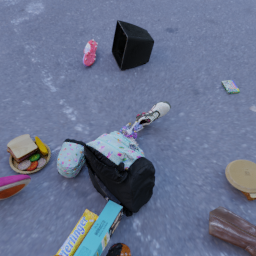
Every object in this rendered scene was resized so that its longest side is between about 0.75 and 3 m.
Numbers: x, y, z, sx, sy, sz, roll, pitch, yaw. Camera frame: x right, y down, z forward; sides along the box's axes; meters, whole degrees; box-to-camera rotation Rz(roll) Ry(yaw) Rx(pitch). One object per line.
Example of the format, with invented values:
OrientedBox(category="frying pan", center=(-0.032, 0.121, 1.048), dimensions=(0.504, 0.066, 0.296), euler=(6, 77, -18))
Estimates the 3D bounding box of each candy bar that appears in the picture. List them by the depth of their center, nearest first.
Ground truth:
OrientedBox(category="candy bar", center=(-1.554, 3.228, 7.859), dimensions=(0.515, 0.229, 2.064), euler=(22, 51, 20))

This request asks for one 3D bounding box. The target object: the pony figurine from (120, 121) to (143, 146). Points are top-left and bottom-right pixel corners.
OrientedBox(category="pony figurine", center=(0.069, 0.185, 10.367), dimensions=(1.014, 0.844, 0.979), euler=(-41, 28, -23))

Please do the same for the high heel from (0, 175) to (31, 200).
OrientedBox(category="high heel", center=(-4.545, 1.657, 8.736), dimensions=(2.857, 0.963, 1.373), euler=(-18, 60, -11))

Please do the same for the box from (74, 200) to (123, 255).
OrientedBox(category="box", center=(-0.778, 2.978, 7.728), dimensions=(0.450, 0.753, 1.830), euler=(23, 52, 18))

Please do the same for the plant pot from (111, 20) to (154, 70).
OrientedBox(category="plant pot", center=(0.260, -4.004, 13.616), dimensions=(1.550, 1.743, 1.747), euler=(-4, 46, -21))

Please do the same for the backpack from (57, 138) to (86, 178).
OrientedBox(category="backpack", center=(-1.941, 1.016, 9.494), dimensions=(1.069, 0.811, 1.281), euler=(11, 52, 6))

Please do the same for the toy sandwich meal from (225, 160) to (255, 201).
OrientedBox(category="toy sandwich meal", center=(3.873, 1.662, 9.156), dimensions=(1.444, 0.495, 1.444), euler=(-1, 44, 1))

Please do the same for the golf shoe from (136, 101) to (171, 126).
OrientedBox(category="golf shoe", center=(0.968, -0.456, 10.600), dimensions=(1.519, 0.586, 0.669), euler=(-30, 23, 25))

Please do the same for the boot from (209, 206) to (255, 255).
OrientedBox(category="boot", center=(3.014, 3.243, 7.508), dimensions=(2.174, 0.698, 2.026), euler=(26, 40, 18))

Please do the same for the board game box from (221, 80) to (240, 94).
OrientedBox(category="board game box", center=(4.602, -1.843, 12.584), dimensions=(0.543, 0.117, 0.807), euler=(-6, 48, -5))

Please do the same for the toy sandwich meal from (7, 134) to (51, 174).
OrientedBox(category="toy sandwich meal", center=(-3.478, 0.872, 9.798), dimensions=(1.579, 0.541, 1.579), euler=(0, 47, 0))

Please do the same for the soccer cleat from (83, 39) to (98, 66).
OrientedBox(category="soccer cleat", center=(-1.975, -3.692, 14.068), dimensions=(0.689, 0.601, 1.802), euler=(-24, 45, 40))

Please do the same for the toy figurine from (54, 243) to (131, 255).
OrientedBox(category="toy figurine", center=(-0.807, 3.479, 6.302), dimensions=(2.206, 2.171, 1.535), euler=(-7, 58, -7))

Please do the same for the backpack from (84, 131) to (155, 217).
OrientedBox(category="backpack", center=(-0.297, 1.213, 8.752), dimensions=(1.542, 2.033, 2.437), euler=(-25, 43, -33))
